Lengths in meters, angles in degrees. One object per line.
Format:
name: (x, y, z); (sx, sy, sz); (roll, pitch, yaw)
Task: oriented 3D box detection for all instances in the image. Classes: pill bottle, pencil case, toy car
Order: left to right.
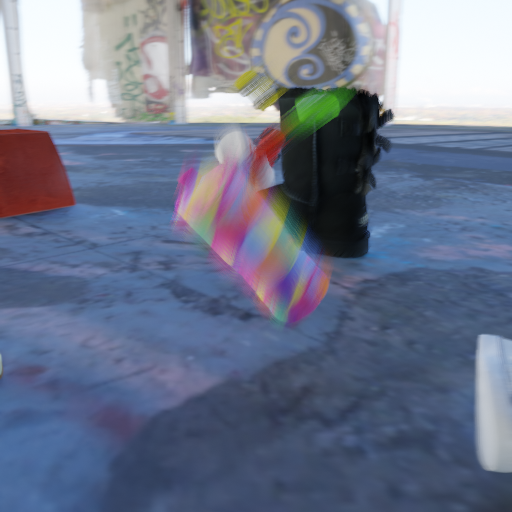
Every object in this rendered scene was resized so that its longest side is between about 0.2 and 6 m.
pill bottle: (-0.180, -1.776, 10.720); (0.678, 0.678, 1.237); (12, -16, 34)
pencil case: (-0.013, -0.128, 5.483); (0.788, 1.783, 0.788); (-29, 30, 19)
toy car: (0.506, -2.040, 7.975); (1.350, 1.434, 0.320); (-7, 32, 15)

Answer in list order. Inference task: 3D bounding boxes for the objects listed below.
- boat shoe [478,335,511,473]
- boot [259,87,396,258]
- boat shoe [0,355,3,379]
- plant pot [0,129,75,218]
boat shoe: (2.057, 1.099, 4.382); (0.594, 0.651, 1.808); (1, 8, 21)
boot: (0.587, -1.448, 9.304); (3.195, 2.618, 1.182); (8, 20, 24)
boat shoe: (-2.855, 0.987, 4.150); (0.860, 0.914, 2.400); (2, 17, 6)
plant pot: (-5.551, -1.973, 12.743); (1.968, 1.734, 1.966); (13, 20, 38)
